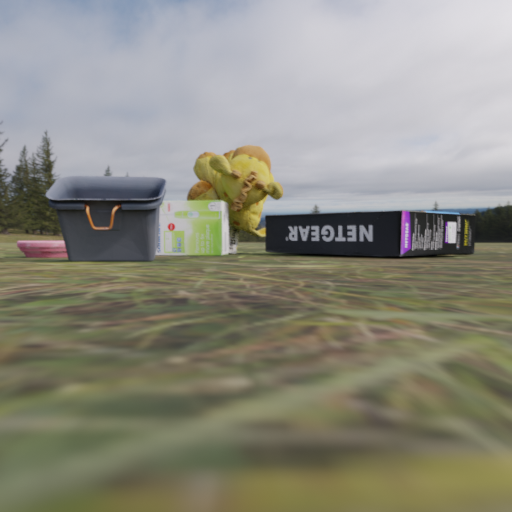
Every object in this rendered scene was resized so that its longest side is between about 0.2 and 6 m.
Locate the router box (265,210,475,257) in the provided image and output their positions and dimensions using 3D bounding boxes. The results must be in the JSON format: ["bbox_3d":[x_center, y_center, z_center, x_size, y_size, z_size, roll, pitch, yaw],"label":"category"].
[{"bbox_3d":[2.204,-0.437,11.206,2.515,0.861,3.372,-2,2,-42],"label":"router box"}]

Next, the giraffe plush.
[{"bbox_3d":[-0.352,-1.542,11.984,2.112,2.448,1.985,-3,-22,-14],"label":"giraffe plush"}]

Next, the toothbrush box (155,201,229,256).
[{"bbox_3d":[-1.368,-0.561,11.457,1.527,1.112,0.657,1,2,11],"label":"toothbrush box"}]

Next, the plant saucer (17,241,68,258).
[{"bbox_3d":[-3.737,-0.124,10.315,1.233,0.312,1.233,-1,2,0],"label":"plant saucer"}]

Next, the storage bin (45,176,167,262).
[{"bbox_3d":[-2.100,-0.475,8.132,1.602,1.076,1.166,-1,26,-3],"label":"storage bin"}]
